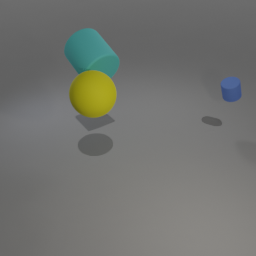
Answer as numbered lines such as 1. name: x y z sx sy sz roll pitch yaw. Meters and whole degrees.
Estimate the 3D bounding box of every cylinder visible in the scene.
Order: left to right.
1. cylinder: -1.231 -2.390 9.529 1.400 1.400 1.400 -22 64 -32
2. cylinder: 3.933 -1.469 10.674 0.700 0.700 0.700 -15 43 14

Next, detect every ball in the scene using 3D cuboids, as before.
1. ball: -1.042 -1.005 8.347 1.400 1.400 1.400 0 31 0
